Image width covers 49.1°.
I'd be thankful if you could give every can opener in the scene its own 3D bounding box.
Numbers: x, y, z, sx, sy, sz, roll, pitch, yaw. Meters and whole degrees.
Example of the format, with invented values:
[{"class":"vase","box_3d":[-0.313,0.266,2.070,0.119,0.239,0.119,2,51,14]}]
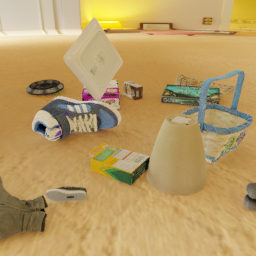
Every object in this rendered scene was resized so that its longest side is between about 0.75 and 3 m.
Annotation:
[{"class":"can opener","box_3d":[3.834,1.578,5.992,2.483,0.653,0.825,3,25,8]}]

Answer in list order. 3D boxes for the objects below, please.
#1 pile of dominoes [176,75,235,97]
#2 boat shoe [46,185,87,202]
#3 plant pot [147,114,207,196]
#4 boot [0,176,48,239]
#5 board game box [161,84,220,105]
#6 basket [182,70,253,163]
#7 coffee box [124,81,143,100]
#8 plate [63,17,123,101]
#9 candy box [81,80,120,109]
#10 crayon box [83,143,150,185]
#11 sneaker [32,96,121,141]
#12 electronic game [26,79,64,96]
[{"class":"pile of dominoes","box_3d":[3.884,-2.283,14.669,2.898,0.461,2.259,16,29,32]},{"class":"boat shoe","box_3d":[-1.428,1.492,6.546,0.926,0.342,0.316,-2,28,-5]},{"class":"plant pot","box_3d":[1.268,0.546,7.048,1.554,1.659,1.554,-1,24,0]},{"class":"boot","box_3d":[-2.403,1.651,6.068,1.193,0.618,1.826,-5,31,-23]},{"class":"board game box","box_3d":[2.937,-1.536,13.039,2.541,0.358,1.719,6,28,15]},{"class":"basket","box_3d":[2.650,-0.387,8.163,2.127,2.412,1.678,-21,30,-38]},{"class":"coffee box","box_3d":[0.237,-1.809,13.440,0.438,0.628,1.098,-14,27,-27]},{"class":"plate","box_3d":[-0.963,-2.207,9.132,0.320,1.974,1.978,7,57,38]},{"class":"candy box","box_3d":[-1.211,-1.558,12.757,1.620,0.725,2.376,-1,25,-3]},{"class":"crayon box","box_3d":[-0.312,0.941,7.690,1.557,0.402,0.979,15,28,29]},{"class":"sneaker","box_3d":[-1.796,-0.083,9.393,2.733,1.101,2.001,14,40,11]},{"class":"electronic game","box_3d":[-4.196,-2.046,14.227,1.870,0.389,1.870,-2,28,1]}]
